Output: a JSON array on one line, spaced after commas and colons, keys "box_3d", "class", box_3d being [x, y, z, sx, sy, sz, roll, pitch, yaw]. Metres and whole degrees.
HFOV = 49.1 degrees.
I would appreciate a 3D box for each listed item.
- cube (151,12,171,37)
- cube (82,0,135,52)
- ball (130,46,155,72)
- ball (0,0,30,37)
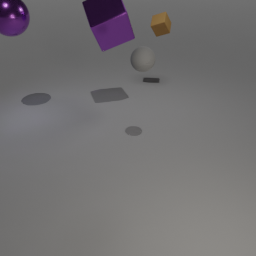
[{"box_3d": [1.530, -4.788, 12.941, 0.700, 0.700, 0.700, -6, 58, 30], "class": "cube"}, {"box_3d": [-0.712, -4.055, 10.586, 1.400, 1.400, 1.400, -21, 64, 5], "class": "cube"}, {"box_3d": [0.418, -1.929, 7.864, 0.700, 0.700, 0.700, 0, 29, 0], "class": "ball"}, {"box_3d": [-4.199, -3.958, 9.873, 1.400, 1.400, 1.400, 0, 29, 0], "class": "ball"}]
